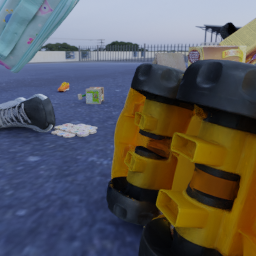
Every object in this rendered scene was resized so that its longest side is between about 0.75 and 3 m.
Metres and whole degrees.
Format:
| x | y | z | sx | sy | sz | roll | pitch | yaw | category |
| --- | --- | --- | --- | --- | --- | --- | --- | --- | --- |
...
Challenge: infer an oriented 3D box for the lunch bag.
| x | y | z | sx | sy | sz | roll | pitch | yaw | category |
| --- | --- | --- | --- | --- | --- | --- | --- | --- | --- |
| -1.757 | -2.424 | 5.365 | 1.082 | 2.806 | 2.251 | 28 | 45 | -31 | lunch bag |

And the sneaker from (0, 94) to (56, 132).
| x | y | z | sx | sy | sz | roll | pitch | yaw | category |
| --- | --- | --- | --- | --- | --- | --- | --- | --- | --- |
| -3.157 | -0.249 | 7.571 | 1.592 | 1.034 | 2.757 | -19 | 14 | -37 | sneaker |

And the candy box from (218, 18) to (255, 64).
| x | y | z | sx | sy | sz | roll | pitch | yaw | category |
| --- | --- | --- | --- | --- | --- | --- | --- | --- | --- |
| 3.977 | -2.676 | 8.811 | 2.722 | 0.769 | 1.588 | -34 | -21 | -7 | candy box |

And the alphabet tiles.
| x | y | z | sx | sy | sz | roll | pitch | yaw | category |
| --- | --- | --- | --- | --- | --- | --- | --- | --- | --- |
| -1.491 | 0.044 | 7.884 | 1.193 | 0.087 | 1.167 | 12 | 20 | 36 | alphabet tiles |

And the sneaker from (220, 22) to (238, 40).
| x | y | z | sx | sy | sz | roll | pitch | yaw | category |
| --- | --- | --- | --- | --- | --- | --- | --- | --- | --- |
| 4.040 | -3.160 | 10.383 | 0.656 | 1.727 | 0.784 | -38 | -4 | 7 | sneaker |

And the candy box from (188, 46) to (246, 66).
| x | y | z | sx | sy | sz | roll | pitch | yaw | category |
| --- | --- | --- | --- | --- | --- | --- | --- | --- | --- |
| 2.241 | -0.935 | 7.265 | 1.331 | 2.306 | 0.638 | -7 | 17 | -20 | candy box |

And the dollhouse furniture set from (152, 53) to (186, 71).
| x | y | z | sx | sy | sz | roll | pitch | yaw | category |
| --- | --- | --- | --- | --- | --- | --- | --- | --- | --- |
| 2.236 | -1.310 | 11.885 | 2.818 | 2.414 | 2.963 | -4 | -18 | -16 | dollhouse furniture set |

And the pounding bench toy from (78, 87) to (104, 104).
| x | y | z | sx | sy | sz | roll | pitch | yaw | category |
| --- | --- | --- | --- | --- | --- | --- | --- | --- | --- |
| -1.592 | -1.425 | 12.098 | 1.005 | 0.625 | 0.784 | 2 | 16 | 6 | pounding bench toy |

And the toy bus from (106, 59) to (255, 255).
| x | y | z | sx | sy | sz | roll | pitch | yaw | category |
| --- | --- | --- | --- | --- | --- | --- | --- | --- | --- |
| 1.409 | 0.466 | 3.395 | 2.873 | 2.031 | 2.992 | 8 | 9 | -22 | toy bus |

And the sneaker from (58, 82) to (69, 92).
| x | y | z | sx | sy | sz | roll | pitch | yaw | category |
| --- | --- | --- | --- | --- | --- | --- | --- | --- | --- |
| -3.548 | -2.241 | 15.288 | 0.453 | 0.479 | 1.242 | 2 | 17 | 3 | sneaker |
